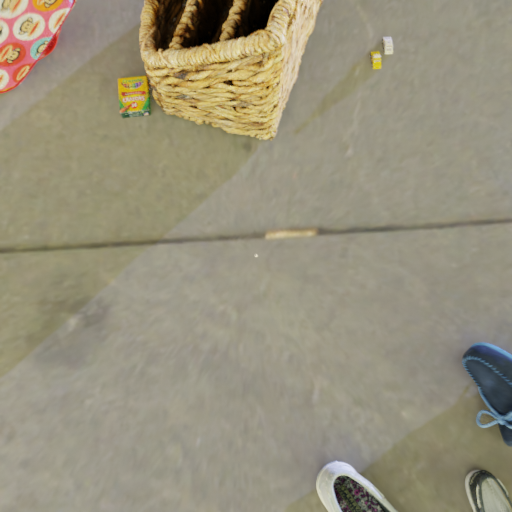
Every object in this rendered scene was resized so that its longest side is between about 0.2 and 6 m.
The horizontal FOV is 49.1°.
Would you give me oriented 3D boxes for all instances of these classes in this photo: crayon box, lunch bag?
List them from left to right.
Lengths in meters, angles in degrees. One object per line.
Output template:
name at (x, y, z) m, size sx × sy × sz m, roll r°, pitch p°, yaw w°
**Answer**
lunch bag at (-4.313, -3.971, 9.509) m, size 2.598 × 2.288 × 1.064 m, roll -41°, pitch 78°, yaw 23°
crayon box at (-2.269, -3.013, 10.408) m, size 0.549 × 0.220 × 0.865 m, roll -7°, pitch 74°, yaw -2°

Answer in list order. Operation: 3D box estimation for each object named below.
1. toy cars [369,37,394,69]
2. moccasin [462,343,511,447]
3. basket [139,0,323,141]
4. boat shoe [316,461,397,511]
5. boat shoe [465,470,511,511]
toy cars at (2.408, -3.903, 10.684) m, size 0.344 × 0.170 × 0.768 m, roll 36°, pitch 77°, yaw 9°
moccasin at (4.117, 2.526, 8.360) m, size 0.936 × 1.105 × 2.746 m, roll -39°, pitch 77°, yaw -18°
basket at (-0.413, -4.560, 9.398) m, size 2.888 × 3.014 × 4.046 m, roll 18°, pitch 76°, yaw 5°
boat shoe at (1.848, 4.159, 7.993) m, size 0.928 × 0.948 × 2.661 m, roll -39°, pitch 78°, yaw -10°
boat shoe at (3.611, 4.037, 8.259) m, size 0.633 × 0.505 × 1.675 m, roll -23°, pitch 75°, yaw -6°
